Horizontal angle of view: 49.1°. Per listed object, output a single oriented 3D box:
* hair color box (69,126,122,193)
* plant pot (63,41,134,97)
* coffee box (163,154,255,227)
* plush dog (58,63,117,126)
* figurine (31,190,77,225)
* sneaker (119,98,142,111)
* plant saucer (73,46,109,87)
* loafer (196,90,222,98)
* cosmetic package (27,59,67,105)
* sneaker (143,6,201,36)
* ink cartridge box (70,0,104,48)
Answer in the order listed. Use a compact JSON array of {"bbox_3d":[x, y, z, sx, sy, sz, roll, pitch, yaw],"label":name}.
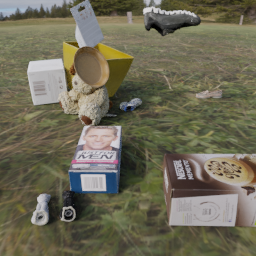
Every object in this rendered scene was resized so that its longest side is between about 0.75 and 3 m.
[{"bbox_3d":[-0.920,0.877,8.874,1.371,0.829,2.741,0,26,0],"label":"hair color box"},{"bbox_3d":[-1.671,-2.861,14.237,2.604,2.297,2.604,30,29,25],"label":"plant pot"},{"bbox_3d":[2.402,1.532,7.185,2.883,1.151,1.629,0,26,0],"label":"coffee box"},{"bbox_3d":[-1.619,-1.748,12.264,2.307,2.470,2.875,-21,33,-33],"label":"plush dog"},{"bbox_3d":[-1.878,1.971,7.210,1.077,0.463,1.050,-5,19,-9],"label":"figurine"},{"bbox_3d":[0.207,-1.029,13.271,1.166,0.449,0.497,-20,42,-21],"label":"sneaker"},{"bbox_3d":[-1.062,-1.699,7.895,1.192,1.192,0.211,-27,8,-42],"label":"plant saucer"},{"bbox_3d":[4.274,-1.827,14.763,1.370,0.431,0.492,-1,26,-1],"label":"loafer"},{"bbox_3d":[-4.088,-2.426,14.427,1.745,1.756,2.098,-9,28,-12],"label":"cosmetic package"},{"bbox_3d":[1.498,-3.627,9.820,2.051,0.928,0.682,8,-3,-1],"label":"sneaker"},{"bbox_3d":[-1.589,-3.766,10.385,0.388,1.549,1.256,-5,34,34],"label":"ink cartridge box"}]
